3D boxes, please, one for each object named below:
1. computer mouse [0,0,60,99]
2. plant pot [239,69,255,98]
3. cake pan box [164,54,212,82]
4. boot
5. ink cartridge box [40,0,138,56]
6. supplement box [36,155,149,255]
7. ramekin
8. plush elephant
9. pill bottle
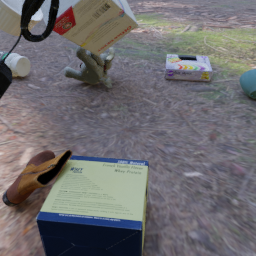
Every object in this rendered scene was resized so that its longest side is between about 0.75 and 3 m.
[{"bbox_3d":[-1.803,-1.065,3.996,2.406,0.705,0.409,-49,50,5],"label":"computer mouse"},{"bbox_3d":[4.606,-1.507,10.054,1.080,1.080,0.727,4,63,6],"label":"plant pot"},{"bbox_3d":[2.607,-2.673,12.278,1.916,0.544,2.080,7,32,7],"label":"cake pan box"},{"bbox_3d":[-1.682,0.750,5.662,1.712,0.586,1.611,-34,8,40],"label":"boot"},{"bbox_3d":[-1.285,-3.921,8.951,1.900,1.892,2.616,-30,-19,21],"label":"ink cartridge box"},{"bbox_3d":[-0.486,1.437,5.026,1.625,1.091,1.623,4,32,6],"label":"supplement box"},{"bbox_3d":[-2.777,-2.834,6.641,1.340,0.653,1.340,38,30,-26],"label":"ramekin"},{"bbox_3d":[-1.269,-2.566,11.165,1.974,1.626,1.528,28,46,-9],"label":"plush elephant"},{"bbox_3d":[-5.085,-2.733,11.930,1.718,0.972,0.972,14,34,23],"label":"pill bottle"}]
